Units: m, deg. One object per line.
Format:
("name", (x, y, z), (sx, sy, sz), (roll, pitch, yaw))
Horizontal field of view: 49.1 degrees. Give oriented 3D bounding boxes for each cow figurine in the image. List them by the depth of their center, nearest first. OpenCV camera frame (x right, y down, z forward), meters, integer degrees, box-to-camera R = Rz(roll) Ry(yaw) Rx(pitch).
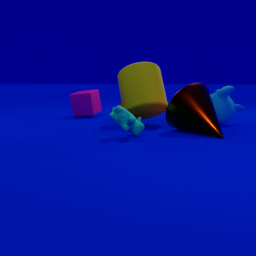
("cow figurine", (-0.026, -0.193, 7.000), (0.937, 0.514, 0.922), (41, 7, -1))

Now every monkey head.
("monkey head", (2.961, -0.694, 8.761), (1.693, 1.020, 1.218), (-18, -11, -20))

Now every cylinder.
("cylinder", (0.451, -1.132, 8.835), (1.387, 1.387, 1.387), (-9, -17, -3))

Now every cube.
("cube", (-1.629, -0.972, 10.873), (0.862, 0.862, 0.862), (-3, 14, 18))

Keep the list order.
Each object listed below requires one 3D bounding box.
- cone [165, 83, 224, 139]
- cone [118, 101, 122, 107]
("cone", (2.000, -0.174, 7.329), (1.482, 1.482, 1.487), (-5, 38, -29))
("cone", (-0.265, -0.573, 10.370), (0.983, 0.980, 0.980), (-25, -3, 27))
